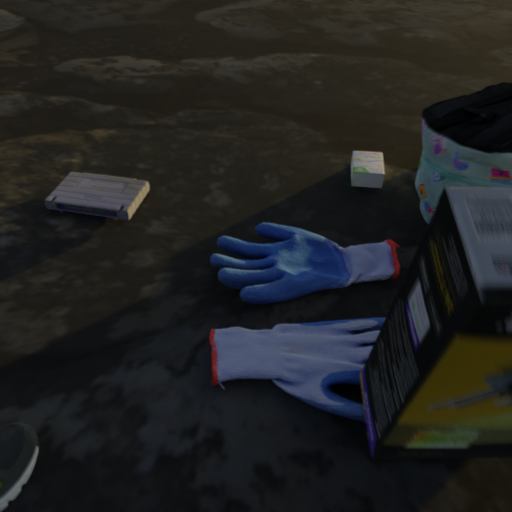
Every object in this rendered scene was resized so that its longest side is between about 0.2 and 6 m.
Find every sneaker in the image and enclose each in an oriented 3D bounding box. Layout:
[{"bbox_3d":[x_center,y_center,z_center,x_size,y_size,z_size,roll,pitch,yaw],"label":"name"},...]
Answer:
[{"bbox_3d":[-3.069,2.255,5.362,0.760,0.863,2.040,31,49,31],"label":"sneaker"}]

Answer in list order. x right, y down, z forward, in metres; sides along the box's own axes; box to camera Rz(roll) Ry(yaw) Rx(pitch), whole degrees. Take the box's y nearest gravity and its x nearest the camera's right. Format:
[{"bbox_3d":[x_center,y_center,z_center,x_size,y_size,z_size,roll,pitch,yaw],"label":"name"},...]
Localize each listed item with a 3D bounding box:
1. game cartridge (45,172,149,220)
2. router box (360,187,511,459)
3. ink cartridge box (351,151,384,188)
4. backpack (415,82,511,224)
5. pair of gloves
[{"bbox_3d":[-2.751,-1.063,9.812,1.536,0.295,0.996,9,37,11],"label":"game cartridge"},{"bbox_3d":[3.242,0.832,5.060,4.020,3.161,1.050,0,53,-3],"label":"router box"},{"bbox_3d":[2.080,-1.681,10.519,0.573,0.330,0.979,4,40,5],"label":"ink cartridge box"},{"bbox_3d":[4.361,-1.508,8.769,3.656,2.314,3.051,-13,28,-14],"label":"backpack"},{"bbox_3d":[0.773,0.672,7.618,2.874,0.407,3.576,0,40,0],"label":"pair of gloves"}]
